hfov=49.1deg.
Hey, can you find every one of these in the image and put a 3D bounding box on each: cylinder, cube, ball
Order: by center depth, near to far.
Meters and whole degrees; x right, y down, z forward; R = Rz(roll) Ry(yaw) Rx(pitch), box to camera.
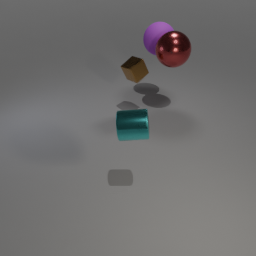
[{"bbox_3d":[0.118,-0.070,6.366,0.700,0.700,0.700,-4,32,6],"label":"cylinder"},{"bbox_3d":[1.775,-3.082,10.994,1.400,1.400,1.400,0,32,0],"label":"ball"},{"bbox_3d":[0.270,-2.322,11.126,0.700,0.700,0.700,-44,43,-14],"label":"cube"},{"bbox_3d":[1.365,-3.862,12.159,1.400,1.400,1.400,0,32,0],"label":"ball"}]
